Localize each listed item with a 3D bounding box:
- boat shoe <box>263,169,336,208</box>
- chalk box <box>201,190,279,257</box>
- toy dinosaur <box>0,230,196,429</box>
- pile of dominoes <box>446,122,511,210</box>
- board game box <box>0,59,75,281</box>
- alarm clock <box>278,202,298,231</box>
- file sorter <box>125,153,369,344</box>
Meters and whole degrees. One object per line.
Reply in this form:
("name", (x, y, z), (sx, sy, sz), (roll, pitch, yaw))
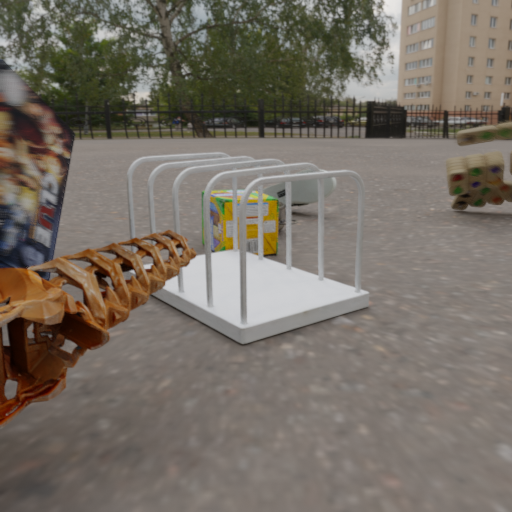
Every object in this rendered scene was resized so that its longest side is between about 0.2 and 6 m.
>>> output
("boat shoe", (1.001, -1.513, 12.810), (2.133, 0.754, 0.679), (-9, 4, 42))
("chalk box", (-0.363, -0.615, 9.646), (0.992, 0.987, 1.594), (-6, 16, -22))
("toy dinosaur", (-2.903, 0.651, 3.525), (5.402, 2.759, 3.667), (11, 17, -48))
("pile of dominoes", (5.736, -1.807, 11.889), (3.180, 2.478, 0.506), (-6, 53, 17))
("board game box", (-3.093, -0.964, 7.121), (0.421, 2.434, 1.649), (-4, -22, 14))
("alarm clock", (0.078, -0.723, 10.832), (1.226, 0.605, 1.818), (-13, 17, -42))
("file sorter", (-0.223, -0.320, 7.096), (1.930, 1.732, 2.781), (-11, 19, -36))
